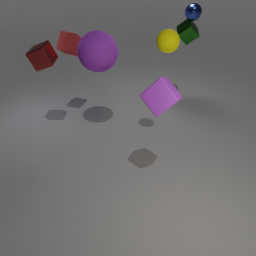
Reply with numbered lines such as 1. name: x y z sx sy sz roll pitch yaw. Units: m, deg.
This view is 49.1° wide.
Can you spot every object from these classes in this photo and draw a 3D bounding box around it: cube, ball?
1. cube: 0.844 -0.803 7.085 0.700 0.700 0.700 52 23 2
2. cube: -2.209 -3.223 10.735 0.700 0.700 0.700 15 2 14
3. ball: 1.205 -2.617 8.435 0.700 0.700 0.700 0 32 0
4. ball: -1.040 -2.640 9.698 1.400 1.400 1.400 0 32 0
5. cube: -2.987 -2.516 9.769 0.700 0.700 0.700 -14 36 18
6. cube: 2.624 -4.233 12.276 0.700 0.700 0.700 -28 44 34
7. ball: 2.727 -4.840 11.688 0.700 0.700 0.700 0 32 0
